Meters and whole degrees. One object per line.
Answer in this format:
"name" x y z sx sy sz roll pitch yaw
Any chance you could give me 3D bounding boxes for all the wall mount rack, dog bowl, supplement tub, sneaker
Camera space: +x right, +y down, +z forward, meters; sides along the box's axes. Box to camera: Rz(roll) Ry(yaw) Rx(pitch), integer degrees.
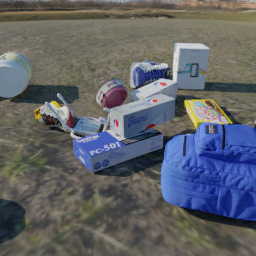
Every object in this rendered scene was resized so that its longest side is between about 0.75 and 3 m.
"wall mount rack" -1.638 -0.405 9.461 2.019 0.866 2.324 13 17 -2
"dog bowl" -0.610 -1.303 11.334 1.374 1.374 0.507 -19 57 -33
"supplement tub" -5.531 -2.510 13.210 1.705 1.705 2.351 -5 27 -10
"sneaker" -2.600 -0.294 9.891 0.951 0.901 2.315 -22 25 -29
"sneaker" 1.300 -2.930 14.690 1.647 1.152 2.852 10 27 23

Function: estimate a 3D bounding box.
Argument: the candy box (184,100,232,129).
"candy box" 3.032 -0.529 10.810 1.262 0.326 2.469 -3 27 -1

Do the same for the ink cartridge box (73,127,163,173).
"ink cartridge box" -0.265 0.493 8.499 2.503 0.553 1.177 -16 30 -29

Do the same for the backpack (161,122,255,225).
"backpack" 1.897 0.842 6.409 2.243 1.882 1.822 3 19 14

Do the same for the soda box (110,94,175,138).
"soda box" 0.508 -0.433 8.904 2.215 0.756 0.703 -19 31 -35

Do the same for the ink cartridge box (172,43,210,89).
"ink cartridge box" 3.079 -3.108 14.070 1.467 2.009 1.474 2 27 0

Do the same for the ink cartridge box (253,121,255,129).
"ink cartridge box" 5.535 0.350 8.898 2.952 0.547 1.398 16 31 24

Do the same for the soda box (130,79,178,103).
"soda box" 1.148 -1.407 12.023 0.864 0.807 2.536 19 32 33
